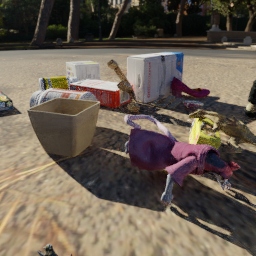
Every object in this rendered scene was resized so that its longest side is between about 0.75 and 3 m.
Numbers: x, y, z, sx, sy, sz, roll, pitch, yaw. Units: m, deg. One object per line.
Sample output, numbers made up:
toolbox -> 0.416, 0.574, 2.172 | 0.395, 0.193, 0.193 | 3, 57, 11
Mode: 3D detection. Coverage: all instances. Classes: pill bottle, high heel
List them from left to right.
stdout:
pill bottle -> -3.495, -2.065, 14.197 | 1.863, 1.065, 1.065 | -8, 21, -21
pill bottle -> -2.376, -0.769, 10.237 | 2.326, 1.305, 1.305 | 10, 22, 25
high heel -> 3.240, -2.084, 14.141 | 2.331, 1.121, 0.786 | -10, 22, -25

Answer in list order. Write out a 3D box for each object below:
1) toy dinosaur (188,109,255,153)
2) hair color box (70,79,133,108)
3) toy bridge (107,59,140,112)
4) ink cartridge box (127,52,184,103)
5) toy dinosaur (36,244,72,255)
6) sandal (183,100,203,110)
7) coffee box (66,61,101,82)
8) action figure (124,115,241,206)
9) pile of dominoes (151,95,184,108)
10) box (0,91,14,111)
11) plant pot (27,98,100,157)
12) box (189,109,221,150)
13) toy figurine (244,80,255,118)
toy dinosaur -> 2.729, 0.105, 6.927 | 2.914, 0.848, 1.474 | 35, 23, 28
hair color box -> -1.294, -1.720, 13.520 | 2.710, 0.866, 1.503 | 14, 26, 29
toy bridge -> -0.107, -1.772, 12.226 | 0.363, 2.669, 0.897 | -34, -24, 20
ink cartridge box -> 1.402, -2.632, 14.156 | 2.977, 2.152, 1.254 | -18, 26, -40
toy dinosaur -> -0.968, 2.074, 3.873 | 0.511, 0.385, 1.000 | -16, 28, -9
sandal -> 2.752, -0.978, 12.152 | 0.578, 0.349, 1.420 | 15, 1, -11
coffee box -> -2.584, -3.033, 16.199 | 1.508, 1.506, 1.492 | -12, 23, -30
action figure -> 1.235, 0.567, 6.022 | 1.668, 1.854, 2.489 | -9, 7, -40
pile of dominoes -> 1.862, -1.166, 13.122 | 1.150, 0.235, 1.476 | 15, 32, 25
box -> -6.274, -1.185, 12.682 | 1.537, 0.424, 2.251 | -13, 24, -33
plant pot -> -1.777, -0.015, 8.097 | 1.511, 1.337, 1.509 | 8, 21, 19
box -> 2.107, 0.248, 7.893 | 0.599, 0.899, 2.389 | 19, 24, 5
toy figurine -> 5.631, -0.816, 10.319 | 2.144, 1.492, 2.111 | 1, 25, -5
